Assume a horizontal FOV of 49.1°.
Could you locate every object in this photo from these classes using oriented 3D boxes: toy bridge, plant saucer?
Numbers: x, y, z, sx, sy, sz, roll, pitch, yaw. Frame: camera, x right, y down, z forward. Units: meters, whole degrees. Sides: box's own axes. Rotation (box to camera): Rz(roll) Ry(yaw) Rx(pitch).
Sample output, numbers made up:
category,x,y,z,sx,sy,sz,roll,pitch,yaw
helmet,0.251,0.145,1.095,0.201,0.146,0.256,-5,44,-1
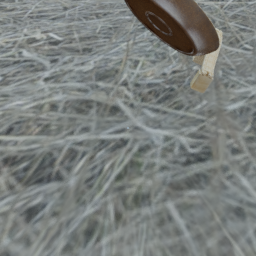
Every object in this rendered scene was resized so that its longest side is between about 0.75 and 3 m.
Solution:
category,x,y,z,sx,sy,sz,roll,pitch,yaw
toy bridge,2.011,-2.030,7.071,0.374,0.923,2.746,23,44,-4
plant saucer,0.649,-1.983,5.034,2.210,2.210,0.354,41,95,30
